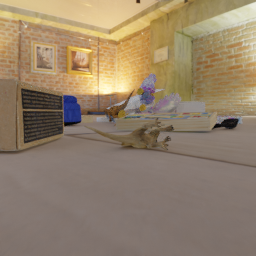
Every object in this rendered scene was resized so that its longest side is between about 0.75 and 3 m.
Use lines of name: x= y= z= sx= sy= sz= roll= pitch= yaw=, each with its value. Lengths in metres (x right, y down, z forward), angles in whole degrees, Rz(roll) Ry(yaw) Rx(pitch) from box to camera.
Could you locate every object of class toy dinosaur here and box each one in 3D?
toy dinosaur: x=-0.433 y=-0.686 z=11.407 sx=0.637 sy=1.120 sz=2.109 roll=-14 pitch=-4 yaw=-42
toy dinosaur: x=0.192 y=0.185 z=4.596 sx=0.880 sy=0.507 sz=1.741 roll=-17 pitch=-15 yaw=37

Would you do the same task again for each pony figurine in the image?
pony figurine: x=0.812 y=-1.025 z=11.740 sx=1.928 sy=2.235 sz=2.316 roll=44 pitch=14 yaw=16

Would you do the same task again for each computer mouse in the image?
computer mouse: x=3.272 y=-0.092 z=9.640 sx=0.957 sy=0.314 sz=1.363 roll=-1 pitch=9 yaw=27

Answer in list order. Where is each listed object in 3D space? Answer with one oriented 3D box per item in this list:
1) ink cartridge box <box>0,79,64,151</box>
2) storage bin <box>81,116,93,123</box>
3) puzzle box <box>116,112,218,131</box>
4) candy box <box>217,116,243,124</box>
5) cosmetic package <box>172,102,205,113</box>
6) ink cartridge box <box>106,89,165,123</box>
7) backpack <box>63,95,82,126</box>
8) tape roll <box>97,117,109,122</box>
ink cartridge box: x=-2.950 y=-0.256 z=5.213 sx=2.965 sy=1.114 sz=2.443 roll=1 pitch=2 yaw=2
storage bin: x=-2.397 y=-0.474 z=14.924 sx=0.816 sy=0.382 sz=0.810 roll=-4 pitch=5 yaw=-40
puzzle box: x=1.320 y=-0.243 z=9.135 sx=2.934 sy=0.373 sz=1.952 roll=0 pitch=9 yaw=23
candy box: x=4.953 y=-0.396 z=13.672 sx=1.044 sy=0.374 sz=0.876 roll=0 pitch=3 yaw=10
cosmetic package: x=3.246 y=-0.907 z=15.779 sx=1.875 sy=1.153 sz=1.869 roll=2 pitch=4 yaw=4
ink cartridge box: x=0.342 y=-1.176 z=14.492 sx=2.916 sy=0.731 sz=2.365 roll=-23 pitch=12 yaw=-11
backpack: x=-2.867 y=-0.709 z=11.637 sx=1.542 sy=1.294 sz=1.253 roll=-6 pitch=-1 yaw=-26
tape roll: x=-1.123 y=-0.498 z=16.283 sx=1.428 sy=0.261 sz=1.428 roll=-1 pitch=3 yaw=0
